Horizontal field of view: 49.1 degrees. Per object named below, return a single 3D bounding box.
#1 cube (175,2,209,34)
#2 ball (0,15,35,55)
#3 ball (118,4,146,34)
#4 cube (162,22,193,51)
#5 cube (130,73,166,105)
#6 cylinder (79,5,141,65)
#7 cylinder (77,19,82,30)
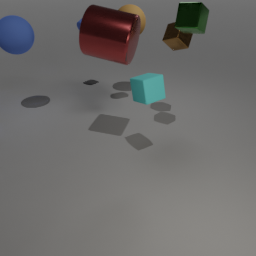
[{"bbox_3d":[1.865,-3.186,8.154,0.700,0.700,0.700,15,10,32],"label":"cube"},{"bbox_3d":[-4.252,-3.486,10.530,1.400,1.400,1.400,0,28,0],"label":"ball"},{"bbox_3d":[0.077,-4.644,12.246,1.400,1.400,1.400,0,28,0],"label":"ball"},{"bbox_3d":[1.768,-3.250,9.900,0.700,0.700,0.700,28,-14,-40],"label":"cube"},{"bbox_3d":[0.566,-1.143,8.052,0.700,0.700,0.700,-21,24,-27],"label":"cube"},{"bbox_3d":[-0.490,-2.646,8.010,1.400,1.400,1.400,16,31,8],"label":"cylinder"},{"bbox_3d":[-1.892,-4.798,12.974,0.700,0.700,0.700,25,64,38],"label":"cylinder"}]
